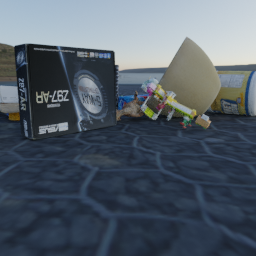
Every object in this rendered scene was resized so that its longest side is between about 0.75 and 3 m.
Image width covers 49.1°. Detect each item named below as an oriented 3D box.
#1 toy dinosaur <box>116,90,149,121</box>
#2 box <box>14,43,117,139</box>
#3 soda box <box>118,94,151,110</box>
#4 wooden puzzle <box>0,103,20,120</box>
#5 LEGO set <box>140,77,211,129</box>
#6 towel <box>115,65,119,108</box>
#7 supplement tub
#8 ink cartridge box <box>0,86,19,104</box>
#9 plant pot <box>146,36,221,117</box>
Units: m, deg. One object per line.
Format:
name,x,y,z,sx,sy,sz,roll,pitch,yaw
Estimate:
toy dinosaur,0.028,-0.664,10.109,1.350,0.855,1.992,-18,-8,24
box,-1.602,-1.068,7.943,0.639,2.353,2.937,8,13,43
soda box,0.542,-1.032,11.999,0.670,0.708,2.088,14,17,41
wooden puzzle,-3.926,-0.685,10.888,2.445,0.566,2.264,-2,11,-34
LEGO set,1.230,-0.478,8.204,2.335,0.869,1.074,35,-7,-15
towel,-1.174,-2.000,13.474,1.098,2.125,2.566,-1,10,-26
supplement tub,4.205,-1.469,11.576,2.421,1.752,1.752,8,14,35
ink cartridge box,-5.621,-1.275,12.150,1.779,0.762,1.313,-11,0,24
plant pot,2.240,-1.579,10.528,2.013,2.998,2.998,30,13,1
